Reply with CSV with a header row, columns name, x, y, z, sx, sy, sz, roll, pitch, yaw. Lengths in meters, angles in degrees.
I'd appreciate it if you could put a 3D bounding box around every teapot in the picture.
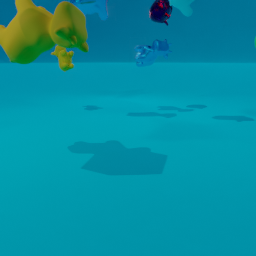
name,x,y,z,sx,sy,sz,roll,pitch,yaw
teapot,1.174,-3.948,9.576,0.667,0.847,1.362,42,1,15

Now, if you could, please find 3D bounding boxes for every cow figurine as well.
name,x,y,z,sx,sy,sz,roll,pitch,yaw
cow figurine,-1.486,-1.597,4.892,1.548,1.573,0.863,53,15,20
cow figurine,-0.925,-3.790,7.831,1.496,1.472,0.821,-8,44,0
cow figurine,1.500,-3.832,7.199,1.426,1.449,0.795,32,30,-28
cow figurine,-2.330,-2.476,10.007,0.554,1.010,0.994,-2,-3,-40
cow figurine,0.867,-2.569,9.704,1.278,0.713,1.299,-3,-8,7
